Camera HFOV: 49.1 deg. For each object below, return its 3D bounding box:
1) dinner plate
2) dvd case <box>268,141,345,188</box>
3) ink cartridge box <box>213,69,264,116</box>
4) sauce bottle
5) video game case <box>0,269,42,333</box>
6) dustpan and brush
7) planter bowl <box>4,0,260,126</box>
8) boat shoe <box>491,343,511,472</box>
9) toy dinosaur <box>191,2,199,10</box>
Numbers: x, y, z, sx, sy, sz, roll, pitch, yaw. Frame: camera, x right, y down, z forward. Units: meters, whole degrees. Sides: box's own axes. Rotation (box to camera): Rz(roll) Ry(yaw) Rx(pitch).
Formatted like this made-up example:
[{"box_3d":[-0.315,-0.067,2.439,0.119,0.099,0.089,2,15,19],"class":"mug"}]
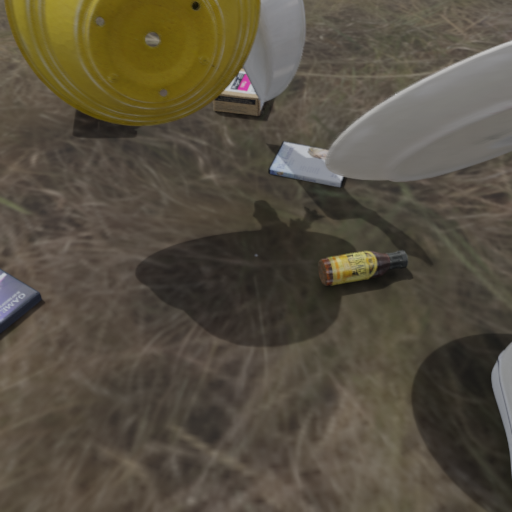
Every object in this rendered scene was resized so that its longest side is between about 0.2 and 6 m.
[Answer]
[{"box_3d":[2.072,-1.189,5.101,2.928,2.928,0.355,-15,83,-15],"class":"dinner plate"},{"box_3d":[0.978,-1.659,10.029,1.325,0.116,0.945,13,47,13],"class":"dvd case"},{"box_3d":[-0.288,-3.399,11.535,0.966,0.440,1.173,7,45,9],"class":"ink cartridge box"},{"box_3d":[1.537,0.135,8.032,1.262,0.417,0.417,-11,46,-9],"class":"sauce bottle"},{"box_3d":[-4.197,0.583,7.750,1.987,0.188,1.419,26,50,22],"class":"video game case"},{"box_3d":[0.252,-3.858,8.162,0.932,3.255,2.272,-26,92,-9],"class":"dustpan and brush"},{"box_3d":[-1.303,-2.742,6.632,3.176,3.176,1.323,-11,40,-11],"class":"planter bowl"},{"box_3d":[3.260,1.995,5.806,1.012,0.924,2.811,3,45,3],"class":"boat shoe"},{"box_3d":[-0.961,-3.704,7.477,0.650,2.741,1.208,19,70,35],"class":"toy dinosaur"}]
